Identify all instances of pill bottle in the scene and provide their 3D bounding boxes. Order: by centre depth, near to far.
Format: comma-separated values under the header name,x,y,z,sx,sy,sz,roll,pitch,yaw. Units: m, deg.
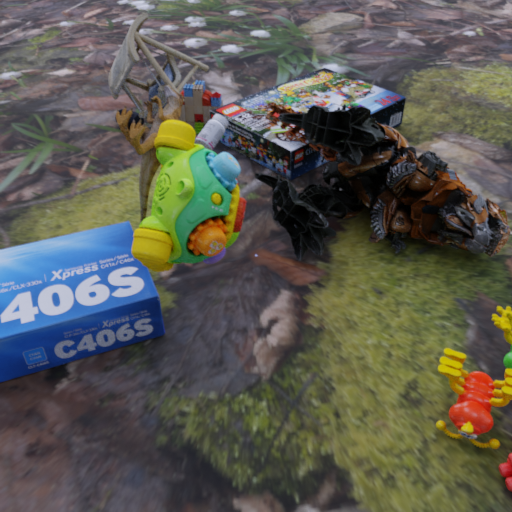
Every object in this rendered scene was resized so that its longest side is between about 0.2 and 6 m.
name,x,y,z,sx,sy,sz,roll,pitch,yaw
pill bottle,-0.948,-2.676,12.166,0.427,0.427,0.754,26,75,28

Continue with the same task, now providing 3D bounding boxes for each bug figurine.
name,x,y,z,sx,sy,sz,roll,pitch,yaw
bug figurine,4.537,2.098,7.910,3.705,0.953,2.873,18,37,26

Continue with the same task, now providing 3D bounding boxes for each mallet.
name,x,y,z,sx,sy,sz,roll,pitch,yaw
mallet,-3.021,-4.168,15.983,0.762,0.476,2.312,17,37,25

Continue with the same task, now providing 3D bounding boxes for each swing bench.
name,x,y,z,sx,sy,sz,roll,pitch,yaw
swing bench,-1.919,-3.249,10.143,1.486,1.479,0.964,37,64,-15

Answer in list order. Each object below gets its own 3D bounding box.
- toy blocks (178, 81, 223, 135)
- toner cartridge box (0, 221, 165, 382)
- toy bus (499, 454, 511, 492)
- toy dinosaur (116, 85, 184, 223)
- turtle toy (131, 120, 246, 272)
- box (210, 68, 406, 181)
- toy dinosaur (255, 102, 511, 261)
name,x,y,z,sx,sy,sz,roll,pitch,yaw
toy blocks,-1.639,-4.096,15.118,1.918,1.311,0.959,4,40,4
toner cartridge box,-4.074,0.901,9.289,4.643,1.002,2.205,-15,42,-18
toy bus,3.926,2.565,7.437,1.444,1.021,1.504,-14,36,9
toy dinosaur,-1.433,-1.470,7.760,0.635,1.116,2.102,12,80,34
turtle toy,-0.774,-0.588,7.350,1.225,2.424,1.766,11,82,-3
box,1.415,-3.710,15.022,4.430,0.835,3.025,-30,48,-32
toy dinosaur,2.214,-1.612,11.645,5.730,2.927,3.889,18,21,41
